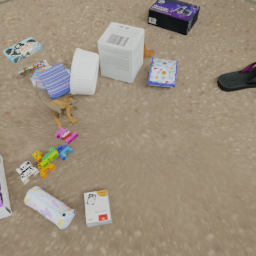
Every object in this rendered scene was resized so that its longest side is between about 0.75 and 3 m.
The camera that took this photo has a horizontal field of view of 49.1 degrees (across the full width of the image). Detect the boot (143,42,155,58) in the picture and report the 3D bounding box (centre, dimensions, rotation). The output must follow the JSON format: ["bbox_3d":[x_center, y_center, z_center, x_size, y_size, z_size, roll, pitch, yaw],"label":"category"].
[{"bbox_3d":[0.694,-3.468,12.200,1.040,0.807,0.399,-5,54,-4],"label":"boot"}]

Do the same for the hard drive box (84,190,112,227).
[{"bbox_3d":[-0.887,2.351,8.238,0.717,0.353,0.920,-9,55,-5],"label":"hard drive box"}]

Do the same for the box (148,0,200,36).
[{"bbox_3d":[2.232,-5.534,13.719,2.106,0.831,1.487,23,55,16],"label":"box"}]

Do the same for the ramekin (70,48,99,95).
[{"bbox_3d":[-1.618,-2.081,10.662,0.855,1.755,1.755,9,54,-4],"label":"ramekin"}]

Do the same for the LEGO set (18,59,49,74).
[{"bbox_3d":[-3.815,-2.386,11.260,1.175,0.386,1.573,-30,17,-12],"label":"LEGO set"}]

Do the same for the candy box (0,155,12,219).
[{"bbox_3d":[-4.655,1.826,8.351,1.821,0.776,2.171,-19,56,-13],"label":"candy box"}]

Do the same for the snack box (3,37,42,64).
[{"bbox_3d":[-4.710,-3.502,12.557,1.469,0.273,0.854,-38,62,-24],"label":"snack box"}]

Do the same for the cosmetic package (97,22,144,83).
[{"bbox_3d":[-0.241,-3.009,11.287,1.427,1.731,1.428,18,56,12],"label":"cosmetic package"}]

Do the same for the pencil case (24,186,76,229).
[{"bbox_3d":[-2.263,2.285,8.079,1.509,0.685,0.627,26,76,20],"label":"pencil case"}]

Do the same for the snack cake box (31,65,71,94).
[{"bbox_3d":[-2.961,-1.993,11.298,1.564,0.526,0.900,11,56,8],"label":"snack cake box"}]

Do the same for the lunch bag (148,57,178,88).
[{"bbox_3d":[1.382,-2.107,11.219,1.121,0.816,1.318,7,46,4],"label":"lunch bag"}]

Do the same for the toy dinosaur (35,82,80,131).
[{"bbox_3d":[-2.440,-0.669,9.640,0.812,2.690,1.429,-30,89,11],"label":"toy dinosaur"}]

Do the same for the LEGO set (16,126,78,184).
[{"bbox_3d":[-2.649,0.844,9.068,0.894,0.831,2.179,36,66,23],"label":"LEGO set"}]

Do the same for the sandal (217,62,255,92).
[{"bbox_3d":[5.058,-2.161,11.314,2.897,0.693,1.089,-17,56,-12],"label":"sandal"}]

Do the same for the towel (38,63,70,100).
[{"bbox_3d":[-2.735,-1.827,10.747,1.053,0.173,1.454,-29,66,-12],"label":"towel"}]
